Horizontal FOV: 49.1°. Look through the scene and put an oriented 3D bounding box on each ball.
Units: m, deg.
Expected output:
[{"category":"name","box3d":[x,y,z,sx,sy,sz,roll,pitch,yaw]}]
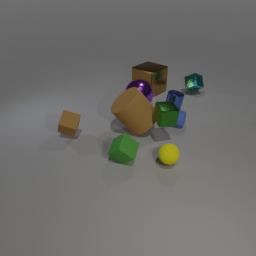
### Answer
[{"category":"ball","box3d":[1.379,0.877,9.426,0.700,0.700,0.700,0,30,0]},{"category":"ball","box3d":[0.524,-1.622,13.379,1.400,1.400,1.400,0,30,0]}]

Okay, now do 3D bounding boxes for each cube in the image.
[{"category":"cube","box3d":[1.409,-0.518,10.364,0.700,0.700,0.700,-5,36,-16]},{"category":"cube","box3d":[-2.321,-0.179,11.056,0.700,0.700,0.700,17,60,-7]},{"category":"cube","box3d":[3.512,-2.420,14.870,0.700,0.700,0.700,7,-16,-42]},{"category":"cube","box3d":[1.169,-2.656,15.170,1.400,1.400,1.400,24,38,35]},{"category":"cube","box3d":[-0.149,0.717,9.632,0.700,0.700,0.700,-29,33,47]}]

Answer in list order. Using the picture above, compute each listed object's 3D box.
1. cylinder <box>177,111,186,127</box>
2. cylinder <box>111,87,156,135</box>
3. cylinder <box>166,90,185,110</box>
[{"category":"cylinder","box3d":[2.071,-0.427,12.040,0.700,0.700,0.700,12,32,20]},{"category":"cylinder","box3d":[0.266,-0.671,11.263,1.400,1.400,1.400,-32,30,22]},{"category":"cylinder","box3d":[1.966,-1.163,11.850,0.700,0.700,0.700,9,28,-4]}]
